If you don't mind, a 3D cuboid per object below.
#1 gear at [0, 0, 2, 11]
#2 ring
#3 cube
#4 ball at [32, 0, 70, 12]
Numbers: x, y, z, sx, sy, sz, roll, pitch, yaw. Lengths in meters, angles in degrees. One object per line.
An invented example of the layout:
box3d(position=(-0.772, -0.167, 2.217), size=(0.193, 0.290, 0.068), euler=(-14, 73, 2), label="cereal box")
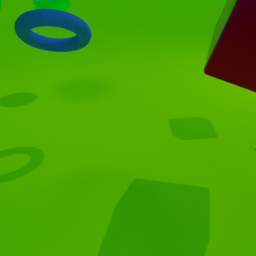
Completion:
box3d(position=(-3.064, -2.339, 4.543), size=(1.850, 0.342, 1.850), euler=(10, 6, -1), label="gear")
box3d(position=(-1.353, -1.745, 5.134), size=(1.365, 0.273, 1.365), euler=(0, -7, 0), label="ring")
box3d(position=(1.988, -1.385, 3.688), size=(1.385, 1.385, 1.385), euler=(21, 50, 5), label="cube")
box3d(position=(-2.123, -3.583, 7.741), size=(1.041, 1.041, 1.041), euler=(0, 32, 0), label="ball")
